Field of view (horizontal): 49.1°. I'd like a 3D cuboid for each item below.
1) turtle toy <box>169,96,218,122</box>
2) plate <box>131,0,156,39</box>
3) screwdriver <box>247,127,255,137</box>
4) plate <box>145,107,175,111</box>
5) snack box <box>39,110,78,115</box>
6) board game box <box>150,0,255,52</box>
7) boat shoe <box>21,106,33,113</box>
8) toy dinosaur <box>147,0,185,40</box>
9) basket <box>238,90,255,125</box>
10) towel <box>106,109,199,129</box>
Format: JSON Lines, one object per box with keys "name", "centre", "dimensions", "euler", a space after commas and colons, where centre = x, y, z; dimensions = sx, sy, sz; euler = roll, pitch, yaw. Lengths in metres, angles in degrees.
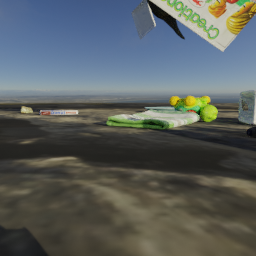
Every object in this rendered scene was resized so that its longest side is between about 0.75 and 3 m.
{"name": "turtle toy", "centre": [2.181, -0.638, 9.216], "dimensions": [1.184, 0.821, 1.624], "euler": [-6, 10, -41]}
{"name": "plate", "centre": [0.560, -3.738, 9.624], "dimensions": [0.167, 1.032, 1.034], "euler": [-19, 0, -29]}
{"name": "screwdriver", "centre": [3.039, 0.070, 5.737], "dimensions": [1.588, 0.231, 0.222], "euler": [1, 6, -26]}
{"name": "plate", "centre": [1.946, -0.978, 15.050], "dimensions": [2.116, 0.270, 2.116], "euler": [-1, 6, 0]}
{"name": "snack box", "centre": [-3.148, -0.701, 12.722], "dimensions": [1.644, 0.200, 0.591], "euler": [-3, 7, -24]}
{"name": "board game box", "centre": [1.541, -3.109, 5.800], "dimensions": [2.938, 1.855, 0.508], "euler": [24, 32, -25]}
{"name": "boat shoe", "centre": [-5.159, -0.941, 14.289], "dimensions": [0.401, 0.346, 1.099], "euler": [0, 6, 4]}
{"name": "toy dinosaur", "centre": [0.919, -3.530, 7.453], "dimensions": [1.321, 0.994, 2.582], "euler": [15, -20, 47]}
{"name": "basket", "centre": [3.959, -0.613, 8.343], "dimensions": [0.890, 0.978, 1.442], "euler": [3, 6, 4]}
{"name": "towel", "centre": [0.811, -0.294, 8.119], "dimensions": [1.860, 0.383, 2.493], "euler": [3, 7, 32]}
